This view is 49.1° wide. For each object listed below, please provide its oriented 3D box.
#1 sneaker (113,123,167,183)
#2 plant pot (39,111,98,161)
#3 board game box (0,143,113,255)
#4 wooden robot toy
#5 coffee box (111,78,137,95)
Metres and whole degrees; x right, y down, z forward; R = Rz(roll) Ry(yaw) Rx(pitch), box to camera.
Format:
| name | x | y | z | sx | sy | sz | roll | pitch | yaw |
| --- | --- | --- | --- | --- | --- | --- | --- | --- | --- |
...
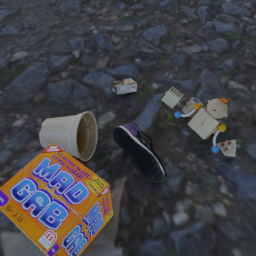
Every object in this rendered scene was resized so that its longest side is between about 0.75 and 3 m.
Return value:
| name | x | y | z | sx | sy | sz | roll | pitch | yaw |
| --- | --- | --- | --- | --- | --- | --- | --- | --- | --- |
| sneaker | 0.504 | 0.566 | 7.627 | 0.837 | 0.724 | 1.913 | -24 | 68 | -45 |
| plant pot | -1.691 | 0.193 | 7.834 | 1.253 | 1.368 | 1.368 | 3 | 50 | 17 |
| board game box | -1.526 | 1.738 | 6.149 | 1.681 | 1.682 | 1.681 | 31 | 59 | 23 |
| wooden robot toy | 2.331 | -0.456 | 8.007 | 2.693 | 1.222 | 1.186 | 46 | 33 | 20 |
| coffee box | -0.144 | -1.420 | 9.565 | 0.779 | 0.311 | 0.446 | -13 | 39 | -24 |
